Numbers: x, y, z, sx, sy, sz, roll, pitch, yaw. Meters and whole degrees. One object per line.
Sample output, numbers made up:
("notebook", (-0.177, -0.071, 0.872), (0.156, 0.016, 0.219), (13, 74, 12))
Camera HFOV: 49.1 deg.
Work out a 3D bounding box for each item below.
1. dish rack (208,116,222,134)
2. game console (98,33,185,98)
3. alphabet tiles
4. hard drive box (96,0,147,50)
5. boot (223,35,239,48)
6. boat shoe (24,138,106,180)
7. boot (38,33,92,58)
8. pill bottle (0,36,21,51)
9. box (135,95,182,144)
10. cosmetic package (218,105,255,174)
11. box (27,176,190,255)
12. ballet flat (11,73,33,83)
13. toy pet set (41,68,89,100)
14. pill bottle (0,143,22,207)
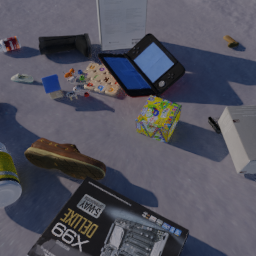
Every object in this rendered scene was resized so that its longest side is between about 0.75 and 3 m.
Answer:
("dish rack", (3.179, -0.171, 9.347), (0.884, 0.241, 0.678), (-16, 51, -15))
("game console", (0.485, -2.388, 10.247), (2.106, 1.450, 2.443), (-41, 63, 12))
("alphabet tiles", (-0.714, -2.060, 11.109), (2.170, 0.158, 2.122), (16, 49, 14))
("hard drive box", (-0.274, -4.740, 11.899), (2.013, 2.583, 0.992), (-6, 48, -7))
("boot", (4.599, -3.960, 12.788), (0.659, 0.249, 0.752), (-10, 48, -27))
("boat shoe", (-1.726, 0.806, 8.024), (2.455, 0.884, 0.829), (13, 51, 15))
("boot", (-2.699, -3.456, 11.970), (2.164, 0.710, 1.783), (-6, 37, -11))
("pill bottle", (-5.258, -3.684, 12.339), (0.923, 0.521, 0.521), (-22, 52, -17))
("box", (0.990, -0.299, 9.053), (1.114, 0.706, 1.157), (21, 59, 18))
("cosmetic package", (3.558, 0.326, 8.351), (1.050, 0.887, 1.966), (-4, 52, -10))
("box", (-0.399, 2.716, 6.386), (2.884, 0.718, 2.274), (24, 53, 20))
("ballet flat", (-4.148, -1.994, 10.957), (0.926, 0.332, 0.332), (6, 48, 7))
("toy pet set", (-2.334, -1.774, 10.288), (1.488, 0.846, 1.594), (-17, 50, -7))
("pill bottle", (-3.573, 1.211, 7.613), (0.968, 0.968, 1.694), (-21, 51, -18))
